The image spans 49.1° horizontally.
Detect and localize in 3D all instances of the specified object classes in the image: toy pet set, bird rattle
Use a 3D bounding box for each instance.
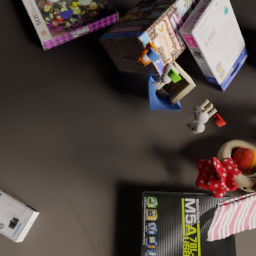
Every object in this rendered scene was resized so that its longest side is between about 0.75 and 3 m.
[{"bbox_3d":[0.981,-0.957,7.620,2.649,2.473,1.407,41,111,-17],"label":"toy pet set"},{"bbox_3d":[3.154,1.201,7.797,2.457,1.384,2.003,14,47,9],"label":"bird rattle"}]

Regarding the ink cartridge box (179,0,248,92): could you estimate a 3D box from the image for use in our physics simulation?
[{"bbox_3d":[2.683,-2.530,8.406,0.579,2.761,1.647,25,78,48],"label":"ink cartridge box"}]

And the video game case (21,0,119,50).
[{"bbox_3d":[-2.150,-4.370,9.967,2.842,0.509,2.576,-24,72,-8],"label":"video game case"}]

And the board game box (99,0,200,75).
[{"bbox_3d":[0.844,-3.027,8.519,2.660,1.288,2.121,-48,35,-15],"label":"board game box"}]

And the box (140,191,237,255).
[{"bbox_3d":[1.537,2.990,7.332,2.442,0.601,2.528,2,71,4],"label":"box"}]

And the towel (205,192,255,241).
[{"bbox_3d":[2.294,1.763,5.645,1.450,1.061,0.217,-9,34,-18],"label":"towel"}]

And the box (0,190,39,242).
[{"bbox_3d":[-3.360,2.322,7.633,1.551,0.466,0.905,27,73,9],"label":"box"}]
